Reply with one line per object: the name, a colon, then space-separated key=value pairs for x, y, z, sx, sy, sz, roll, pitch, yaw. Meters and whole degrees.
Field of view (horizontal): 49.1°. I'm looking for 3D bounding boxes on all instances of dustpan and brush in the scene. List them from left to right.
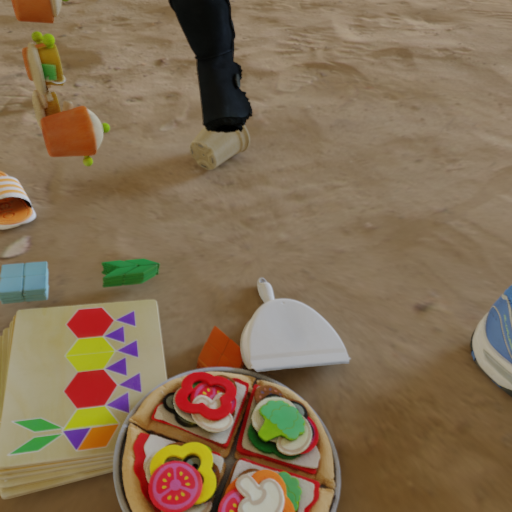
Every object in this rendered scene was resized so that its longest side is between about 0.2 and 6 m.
dustpan and brush: x=0.334 y=0.887 z=7.850 sx=1.391 sy=0.570 sz=1.993 roll=-2 pitch=45 yaw=-16

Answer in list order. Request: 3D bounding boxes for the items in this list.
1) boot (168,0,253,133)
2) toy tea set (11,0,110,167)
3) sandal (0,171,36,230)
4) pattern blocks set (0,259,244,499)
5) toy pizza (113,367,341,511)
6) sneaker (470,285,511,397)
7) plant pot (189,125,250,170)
boot: x=-0.667 y=-3.074 z=9.024 sx=0.880 sy=1.936 sz=2.304 roll=-9 pitch=-1 yaw=8
toy tea set: x=-2.531 y=-2.395 z=7.434 sx=0.890 sy=2.405 sz=1.430 roll=-15 pitch=57 yaw=-21
sandal: x=-4.724 y=-1.194 z=10.210 sx=0.816 sy=0.610 sz=2.130 roll=-24 pitch=45 yaw=-26
pattern blocks set: x=-2.088 y=1.588 z=6.883 sx=3.974 sy=0.366 sz=4.521 roll=2 pitch=40 yaw=-8
toy pizza: x=-0.266 y=2.098 z=5.963 sx=2.443 sy=0.387 sz=2.443 roll=8 pitch=39 yaw=-6
sneaker: x=3.950 y=1.560 z=6.344 sx=1.262 sy=1.284 sz=3.333 roll=-24 pitch=46 yaw=-29
plant pot: x=-0.814 y=-2.285 z=11.353 sx=1.031 sy=1.031 sz=0.944 roll=25 pitch=56 yaw=27
